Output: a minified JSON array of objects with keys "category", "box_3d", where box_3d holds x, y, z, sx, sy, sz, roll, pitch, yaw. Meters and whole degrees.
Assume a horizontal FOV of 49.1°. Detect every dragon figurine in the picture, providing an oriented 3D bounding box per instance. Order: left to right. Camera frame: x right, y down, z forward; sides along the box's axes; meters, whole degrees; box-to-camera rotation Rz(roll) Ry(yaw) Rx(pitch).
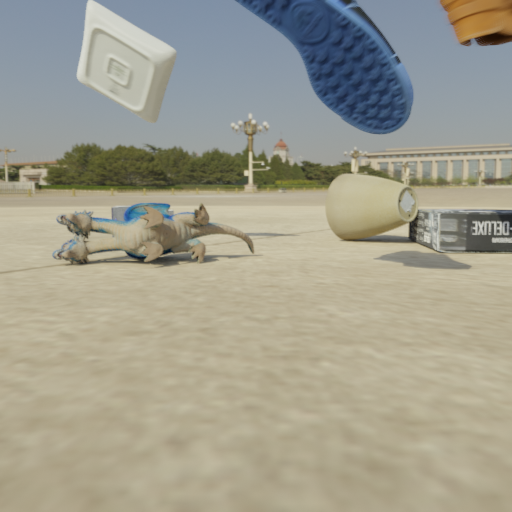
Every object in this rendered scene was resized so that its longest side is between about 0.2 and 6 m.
[{"category":"dragon figurine","box_3d":[-1.608,-0.388,9.167,3.233,0.952,1.608,-7,10,-41]}]

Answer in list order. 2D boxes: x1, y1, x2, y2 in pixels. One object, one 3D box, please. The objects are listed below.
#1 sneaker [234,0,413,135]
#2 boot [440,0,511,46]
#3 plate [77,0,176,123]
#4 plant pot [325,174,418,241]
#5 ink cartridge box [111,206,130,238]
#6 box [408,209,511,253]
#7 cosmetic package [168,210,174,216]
[{"category":"sneaker","box_3d":[0.755,-2.554,6.006,0.958,2.732,1.064,-33,19,45]},{"category":"boot","box_3d":[2.449,-3.552,7.205,2.204,1.711,0.845,-8,2,-26]},{"category":"plate","box_3d":[-2.644,-3.676,10.982,1.899,1.903,0.308,30,49,-3]},{"category":"plant pot","box_3d":[2.670,-1.118,12.448,1.562,1.562,1.667,-5,4,-39]},{"category":"ink cartridge box","box_3d":[-3.018,-0.815,13.637,0.322,0.817,1.644,3,6,30]},{"category":"box","box_3d":[4.671,-0.579,11.652,2.437,0.769,3.090,0,6,4]},{"category":"cosmetic package","box_3d":[-3.146,-1.084,16.856,0.801,0.631,1.488,4,8,19]}]
